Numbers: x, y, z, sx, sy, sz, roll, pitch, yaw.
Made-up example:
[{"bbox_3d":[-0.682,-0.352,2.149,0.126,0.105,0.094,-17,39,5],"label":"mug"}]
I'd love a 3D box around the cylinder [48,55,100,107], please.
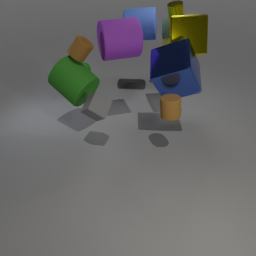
[{"bbox_3d":[-2.036,-1.767,10.590,1.400,1.400,1.400,41,43,7],"label":"cylinder"}]

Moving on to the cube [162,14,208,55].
[{"bbox_3d":[2.149,-3.527,10.781,1.400,1.400,1.400,-5,17,-5],"label":"cube"}]

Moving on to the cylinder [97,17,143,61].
[{"bbox_3d":[-0.315,-3.238,10.213,1.400,1.400,1.400,-10,33,-13],"label":"cylinder"}]

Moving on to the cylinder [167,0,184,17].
[{"bbox_3d":[2.148,-5.249,12.584,0.700,0.700,0.700,-9,41,8],"label":"cylinder"}]

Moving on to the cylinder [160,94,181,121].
[{"bbox_3d":[1.435,-0.700,9.418,0.700,0.700,0.700,-4,30,2],"label":"cylinder"}]

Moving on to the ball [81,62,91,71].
[{"bbox_3d":[-2.197,-2.891,13.808,0.700,0.700,0.700,0,31,0],"label":"ball"}]

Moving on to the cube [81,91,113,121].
[{"bbox_3d":[-1.076,-0.726,9.579,0.700,0.700,0.700,-11,53,59],"label":"cube"}]

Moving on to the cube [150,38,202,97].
[{"bbox_3d":[1.686,-2.010,9.847,1.400,1.400,1.400,-12,56,25],"label":"cube"}]

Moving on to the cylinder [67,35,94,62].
[{"bbox_3d":[-1.713,-2.854,10.095,0.700,0.700,0.700,34,26,-19],"label":"cylinder"}]

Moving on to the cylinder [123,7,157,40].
[{"bbox_3d":[0.576,-4.733,12.811,1.400,1.400,1.400,0,31,9],"label":"cylinder"}]
